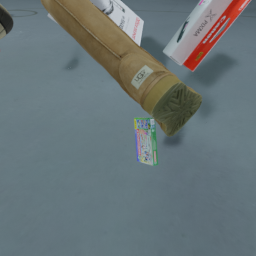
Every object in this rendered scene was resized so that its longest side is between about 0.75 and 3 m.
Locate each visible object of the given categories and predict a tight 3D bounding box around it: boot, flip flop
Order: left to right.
[{"bbox_3d":[-2.703,-2.169,4.958,0.760,1.874,0.540,-36,75,-1],"label":"flip flop"},{"bbox_3d":[-0.001,-0.786,3.292,0.595,1.574,1.798,-45,68,4],"label":"boot"}]

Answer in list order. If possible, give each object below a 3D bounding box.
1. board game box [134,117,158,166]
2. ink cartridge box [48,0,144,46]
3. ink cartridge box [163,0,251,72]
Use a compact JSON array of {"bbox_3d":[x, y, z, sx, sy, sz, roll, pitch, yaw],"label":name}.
[{"bbox_3d":[0.327,0.233,5.172,0.123,0.848,0.571,-8,6,-29],"label":"board game box"},{"bbox_3d":[-0.887,-3.536,9.082,2.738,1.154,1.999,33,41,-23],"label":"ink cartridge box"},{"bbox_3d":[1.692,-2.311,6.242,0.442,2.028,1.760,34,15,-15],"label":"ink cartridge box"}]
